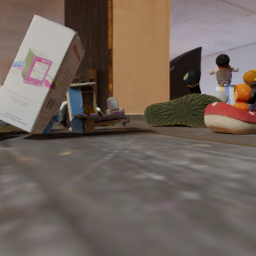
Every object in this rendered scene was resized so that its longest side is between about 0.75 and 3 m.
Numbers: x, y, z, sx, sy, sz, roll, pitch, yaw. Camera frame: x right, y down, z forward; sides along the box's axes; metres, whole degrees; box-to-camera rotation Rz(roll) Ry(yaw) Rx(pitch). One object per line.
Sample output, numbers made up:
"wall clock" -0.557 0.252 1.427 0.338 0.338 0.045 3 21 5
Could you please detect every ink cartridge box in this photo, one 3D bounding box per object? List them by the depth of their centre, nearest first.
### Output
"ink cartridge box" -1.565 -0.888 5.200 0.788 1.861 1.345 25 -3 -3

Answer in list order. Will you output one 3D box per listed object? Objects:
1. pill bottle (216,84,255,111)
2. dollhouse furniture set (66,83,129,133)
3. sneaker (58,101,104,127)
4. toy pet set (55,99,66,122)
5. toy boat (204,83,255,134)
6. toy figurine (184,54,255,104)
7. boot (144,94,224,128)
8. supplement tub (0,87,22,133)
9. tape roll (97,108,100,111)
"pill bottle" 4.620 -0.952 10.357 2.586 1.449 1.449 -3 3 17
"dollhouse furniture set" -0.574 -0.556 6.438 1.601 1.107 1.696 -10 6 -26
"sneaker" -1.394 -0.394 8.497 0.813 0.758 2.052 6 5 22
"toy pet set" -3.489 -0.750 12.101 2.202 1.253 2.359 -23 5 25
"toy boat" 2.489 -0.442 6.212 1.661 1.086 1.084 -2 4 -28
"toy figurine" 3.138 -1.387 9.405 2.035 1.438 2.067 -34 48 -3
"boot" 2.073 -0.571 9.565 2.572 0.971 2.937 1 3 21
"supplement tub" -2.732 -0.392 6.080 0.994 0.994 1.371 2 3 27
"tape roll" -2.426 -0.700 13.182 2.257 0.412 2.257 2 14 0
